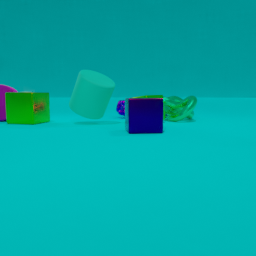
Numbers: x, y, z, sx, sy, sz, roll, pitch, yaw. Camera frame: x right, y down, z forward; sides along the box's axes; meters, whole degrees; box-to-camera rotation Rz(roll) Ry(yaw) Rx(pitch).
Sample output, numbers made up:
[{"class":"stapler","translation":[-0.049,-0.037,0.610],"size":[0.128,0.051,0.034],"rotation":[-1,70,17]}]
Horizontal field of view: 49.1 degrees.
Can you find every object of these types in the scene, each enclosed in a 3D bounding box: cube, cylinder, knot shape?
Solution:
[{"class":"cube","translation":[-3.398,-0.693,9.569],"size":[1.046,1.046,1.046],"rotation":[2,7,15]},{"class":"cylinder","translation":[-4.671,-0.949,10.442],"size":[1.284,1.284,1.284],"rotation":[-2,6,-16]},{"class":"cube","translation":[0.399,-0.343,7.336],"size":[0.880,0.880,0.880],"rotation":[-1,7,-7]},{"class":"knot shape","translation":[1.835,-0.753,10.504],"size":[1.962,0.907,1.836],"rotation":[-4,7,-23]},{"class":"cylinder","translation":[-1.177,-1.091,9.133],"size":[1.210,1.210,1.210],"rotation":[20,25,-10]},{"class":"cube","translation":[0.647,-0.659,9.582],"size":[0.857,0.857,0.857],"rotation":[-7,3,-43]}]

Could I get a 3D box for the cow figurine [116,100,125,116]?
[{"class":"cow figurine","translation":[0.096,-0.760,11.522],"size":[1.399,0.768,1.376],"rotation":[18,5,21]}]
